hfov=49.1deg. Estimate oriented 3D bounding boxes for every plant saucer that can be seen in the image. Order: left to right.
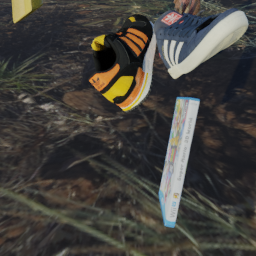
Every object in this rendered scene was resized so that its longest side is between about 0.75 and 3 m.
[{"bbox_3d":[-2.848,-4.027,7.880,0.446,1.842,1.841,-7,11,-35],"label":"plant saucer"}]

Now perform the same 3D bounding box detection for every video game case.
[{"bbox_3d":[0.702,0.392,4.112,0.150,1.690,1.209,10,7,1],"label":"video game case"}]

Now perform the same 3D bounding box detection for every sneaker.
[{"bbox_3d":[-0.140,-1.778,6.099,1.297,1.008,2.883,30,48,-31],"label":"sneaker"},{"bbox_3d":[1.004,-1.631,4.899,1.026,1.157,2.737,-33,4,-5],"label":"sneaker"}]

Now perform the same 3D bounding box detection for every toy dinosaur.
[{"bbox_3d":[1.622,-3.372,7.620,1.146,2.671,1.810,-3,7,24],"label":"toy dinosaur"}]
